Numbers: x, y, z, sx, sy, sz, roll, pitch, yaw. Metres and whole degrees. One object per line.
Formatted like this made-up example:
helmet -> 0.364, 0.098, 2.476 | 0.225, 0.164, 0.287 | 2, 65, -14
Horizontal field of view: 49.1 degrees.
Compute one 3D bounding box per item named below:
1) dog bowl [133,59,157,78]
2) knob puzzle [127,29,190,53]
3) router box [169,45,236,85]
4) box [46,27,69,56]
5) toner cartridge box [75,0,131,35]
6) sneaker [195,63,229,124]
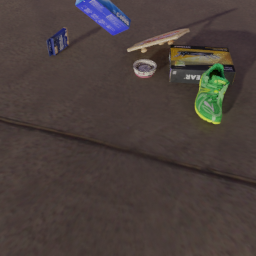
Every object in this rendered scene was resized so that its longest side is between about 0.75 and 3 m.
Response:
dog bowl -> 0.722, -2.549, 12.081 | 1.007, 0.371, 1.007 | 0, 44, 0
knob puzzle -> 1.584, -4.077, 13.125 | 3.019, 0.419, 3.019 | -17, 20, 6
router box -> 3.084, -2.746, 12.041 | 2.597, 0.678, 2.042 | 3, 45, 3
box -> -3.291, -4.052, 13.250 | 0.234, 0.876, 1.447 | 20, 48, 15
toner cartridge box -> -0.568, -2.747, 6.678 | 0.597, 1.257, 0.271 | -8, 65, 42
sneaker -> 3.038, -1.322, 10.122 | 0.965, 1.089, 2.606 | 13, 57, -4
